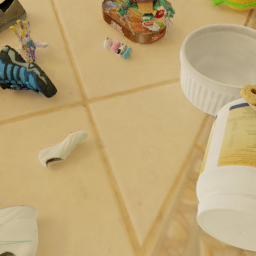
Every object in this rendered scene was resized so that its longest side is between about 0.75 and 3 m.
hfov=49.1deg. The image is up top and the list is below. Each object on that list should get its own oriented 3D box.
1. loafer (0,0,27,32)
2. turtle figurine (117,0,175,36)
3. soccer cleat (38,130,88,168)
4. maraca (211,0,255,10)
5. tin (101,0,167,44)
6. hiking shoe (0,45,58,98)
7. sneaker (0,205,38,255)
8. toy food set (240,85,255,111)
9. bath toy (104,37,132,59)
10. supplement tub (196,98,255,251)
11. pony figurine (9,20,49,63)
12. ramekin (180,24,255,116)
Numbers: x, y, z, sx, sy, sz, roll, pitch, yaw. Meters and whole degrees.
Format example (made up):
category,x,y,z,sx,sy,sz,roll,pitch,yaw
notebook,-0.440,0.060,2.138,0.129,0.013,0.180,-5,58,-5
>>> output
category,x,y,z,sx,sy,sz,roll,pitch,yaw
loafer,-4.952,-3.989,10.104,1.015,0.940,2.700,29,58,20
turtle figurine,0.419,-3.270,7.183,1.467,1.960,0.987,-6,48,11
soccer cleat,-1.561,0.525,7.016,1.356,0.470,0.526,-28,62,-12
maraca,4.339,-5.329,11.015,2.273,1.216,1.558,9,63,21
tin,0.210,-4.113,10.461,1.623,0.607,2.899,-34,60,-18
hiking shoe,-3.150,-1.421,8.301,2.618,0.974,1.135,34,75,29
sneaker,-3.060,2.365,5.288,2.716,0.955,1.088,-15,57,-12
toy food set,2.881,-0.596,5.458,1.112,0.273,1.124,-22,43,-18
bath toy,-0.366,-2.783,9.534,1.097,0.406,0.477,33,59,24
supplement tub,2.524,0.883,5.768,1.942,1.942,2.689,17,55,13
pony figurine,-3.303,-2.825,9.191,1.091,1.310,1.265,-6,37,5
ramekin,2.778,-1.577,7.965,2.738,1.437,2.738,0,52,0
